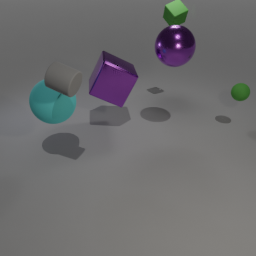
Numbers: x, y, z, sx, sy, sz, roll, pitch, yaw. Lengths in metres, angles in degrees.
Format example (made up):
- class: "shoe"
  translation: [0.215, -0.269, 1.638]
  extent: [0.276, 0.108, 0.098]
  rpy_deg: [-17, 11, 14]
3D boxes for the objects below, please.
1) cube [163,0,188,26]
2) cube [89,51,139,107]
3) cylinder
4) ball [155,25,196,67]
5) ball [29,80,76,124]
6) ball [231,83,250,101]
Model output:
- class: "cube"
  translation: [1.956, -4.718, 11.578]
  extent: [0.700, 0.700, 0.700]
  rpy_deg: [-29, 72, -12]
- class: "cube"
  translation: [-0.605, -1.893, 10.800]
  extent: [1.400, 1.400, 1.400]
  rpy_deg: [21, 26, -19]
- class: "cylinder"
  translation: [-1.619, -1.223, 7.064]
  extent: [0.700, 0.700, 0.700]
  rpy_deg: [24, 33, 8]
- class: "ball"
  translation: [1.616, -2.809, 9.637]
  extent: [1.400, 1.400, 1.400]
  rpy_deg: [0, 29, 0]
- class: "ball"
  translation: [-2.297, -0.822, 8.600]
  extent: [1.400, 1.400, 1.400]
  rpy_deg: [0, 29, 0]
- class: "ball"
  translation: [4.362, -1.390, 10.863]
  extent: [0.700, 0.700, 0.700]
  rpy_deg: [0, 29, 0]
